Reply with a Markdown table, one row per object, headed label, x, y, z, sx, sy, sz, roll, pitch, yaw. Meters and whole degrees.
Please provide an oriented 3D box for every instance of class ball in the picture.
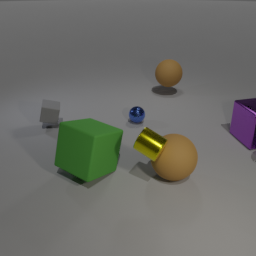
| label | x | y | z | sx | sy | sz | roll | pitch | yaw |
| --- | --- | --- | --- | --- | --- | --- | --- | --- | --- |
| ball | 1.370 | 0.867 | 8.385 | 1.400 | 1.400 | 1.400 | 0 | 28 | 0 |
| ball | 0.377 | -0.569 | 11.807 | 0.700 | 0.700 | 0.700 | 0 | 28 | 0 |
| ball | 2.092 | -2.813 | 14.396 | 1.400 | 1.400 | 1.400 | 0 | 28 | 0 |

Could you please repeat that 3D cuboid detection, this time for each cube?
| label | x | y | z | sx | sy | sz | roll | pitch | yaw |
| --- | --- | --- | --- | --- | --- | --- | --- | --- | --- |
| cube | -1.188 | 0.597 | 8.544 | 1.400 | 1.400 | 1.400 | 19 | 17 | 29 |
| cube | 4.835 | -0.219 | 10.380 | 1.400 | 1.400 | 1.400 | -7 | 27 | -10 |
| cube | -3.151 | -0.657 | 11.316 | 0.700 | 0.700 | 0.700 | 8 | 31 | -18 |

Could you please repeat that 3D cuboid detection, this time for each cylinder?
| label | x | y | z | sx | sy | sz | roll | pitch | yaw |
| --- | --- | --- | --- | --- | --- | --- | --- | --- | --- |
| cylinder | 0.615 | 0.440 | 7.608 | 0.700 | 0.700 | 0.700 | 32 | 37 | 13 |
